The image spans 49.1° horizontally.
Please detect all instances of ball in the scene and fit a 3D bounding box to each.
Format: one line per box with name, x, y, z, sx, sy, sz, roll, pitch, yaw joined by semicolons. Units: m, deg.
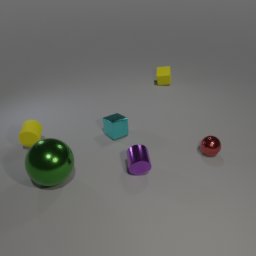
ball;2.823;0.604;9.560;0.700;0.700;0.700;0;30;0
ball;-2.278;0.991;8.194;1.400;1.400;1.400;0;30;0

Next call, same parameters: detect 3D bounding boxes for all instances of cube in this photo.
cube;-0.465;-0.077;10.655;0.700;0.700;0.700;-20;29;-31
cube;1.931;-2.808;15.075;0.700;0.700;0.700;-2;53;13

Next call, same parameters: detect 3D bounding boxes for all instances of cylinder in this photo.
cylinder;0.335;0.990;8.747;0.700;0.700;0.700;-4;45;-6
cylinder;-3.418;0.186;9.860;0.700;0.700;0.700;-2;37;-4
